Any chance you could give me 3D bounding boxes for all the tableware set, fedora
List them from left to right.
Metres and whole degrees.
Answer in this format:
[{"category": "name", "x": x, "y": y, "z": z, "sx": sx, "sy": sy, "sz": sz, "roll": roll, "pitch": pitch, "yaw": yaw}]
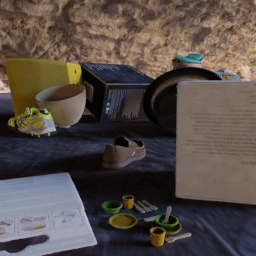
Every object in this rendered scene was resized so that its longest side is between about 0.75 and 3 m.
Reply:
[{"category": "tableware set", "x": 0.152, "y": 1.028, "z": 3.275, "sx": 0.725, "sy": 0.165, "sz": 1.076, "roll": -5, "pitch": 11, "yaw": -26}, {"category": "fedora", "x": 1.767, "y": -0.546, "z": 8.429, "sx": 2.651, "sy": 2.651, "sz": 1.211, "roll": 0, "pitch": 40, "yaw": 1}]

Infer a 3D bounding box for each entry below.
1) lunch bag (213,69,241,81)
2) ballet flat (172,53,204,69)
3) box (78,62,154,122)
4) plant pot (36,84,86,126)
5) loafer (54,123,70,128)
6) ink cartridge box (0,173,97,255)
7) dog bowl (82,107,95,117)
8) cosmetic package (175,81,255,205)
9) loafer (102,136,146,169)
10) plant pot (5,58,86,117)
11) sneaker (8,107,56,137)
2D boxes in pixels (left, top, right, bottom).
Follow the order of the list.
[{"category": "lunch bag", "x": 3.227, "y": -1.319, "z": 11.475, "sx": 2.663, "sy": 2.135, "sz": 1.026, "roll": -2, "pitch": 10, "yaw": -5}, {"category": "ballet flat", "x": 2.121, "y": -2.049, "z": 9.705, "sx": 0.900, "sy": 0.889, "sz": 2.644, "roll": 18, "pitch": 24, "yaw": 23}, {"category": "box", "x": -0.516, "y": -1.692, "z": 12.604, "sx": 2.800, "sy": 1.765, "sz": 2.848, "roll": -7, "pitch": 32, "yaw": -32}, {"category": "plant pot", "x": -2.166, "y": -0.704, "z": 9.517, "sx": 1.644, "sy": 1.104, "sz": 1.644, "roll": -6, "pitch": 27, "yaw": 3}, {"category": "loafer", "x": -2.637, "y": -0.188, "z": 10.144, "sx": 1.061, "sy": 0.333, "sz": 0.381, "roll": 1, "pitch": 9, "yaw": -1}, {"category": "ink cartridge box", "x": -1.164, "y": 0.999, "z": 2.967, "sx": 1.343, "sy": 0.397, "sz": 1.678, "roll": -3, "pitch": 14, "yaw": -21}, {"category": "dog bowl", "x": -2.113, "y": -1.078, "z": 14.369, "sx": 2.579, "sy": 0.756, "sz": 2.579, "roll": 0, "pitch": 8, "yaw": 0}, {"category": "cosmetic package", "x": 1.462, "y": 0.109, "z": 4.259, "sx": 1.356, "sy": 1.643, "sz": 1.355, "roll": 3, "pitch": 10, "yaw": 15}, {"category": "loafer", "x": -0.020, "y": 0.421, "z": 5.821, "sx": 0.548, "sy": 0.533, "sz": 1.502, "roll": 4, "pitch": 10, "yaw": 22}, {"category": "plant pot", "x": -3.025, "y": -1.570, "z": 11.140, "sx": 2.180, "sy": 2.472, "sz": 2.472, "roll": -6, "pitch": 8, "yaw": 9}, {"category": "sneaker", "x": -3.082, "y": -0.260, "z": 9.007, "sx": 2.244, "sy": 0.857, "sz": 0.846, "roll": 6, "pitch": 13, "yaw": 37}]
